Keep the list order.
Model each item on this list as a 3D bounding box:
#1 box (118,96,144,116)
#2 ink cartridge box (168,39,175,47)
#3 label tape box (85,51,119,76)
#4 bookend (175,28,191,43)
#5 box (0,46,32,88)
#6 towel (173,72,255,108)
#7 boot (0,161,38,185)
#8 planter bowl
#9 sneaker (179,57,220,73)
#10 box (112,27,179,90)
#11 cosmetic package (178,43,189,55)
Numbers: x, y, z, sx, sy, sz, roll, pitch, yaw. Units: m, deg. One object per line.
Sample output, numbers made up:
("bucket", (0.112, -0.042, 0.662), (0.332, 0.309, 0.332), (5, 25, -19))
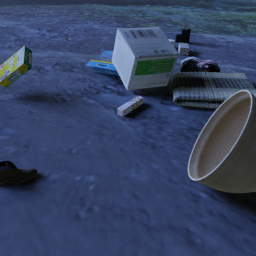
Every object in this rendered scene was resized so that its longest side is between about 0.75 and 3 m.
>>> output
("box", (0.094, -0.698, 8.750), (0.217, 0.233, 1.124), (22, 37, 29))
("ink cartridge box", (1.806, -4.437, 14.677), (1.147, 0.386, 0.666), (23, 38, 34))
("label tape box", (-0.715, -2.556, 11.441), (1.313, 0.606, 1.832), (12, 37, 19))
("bookend", (3.001, -5.105, 15.426), (0.757, 0.753, 0.349), (19, 37, 30))
("box", (-3.873, -1.996, 9.452), (1.525, 0.369, 0.895), (-26, 54, 23))
("towel", (2.951, -1.343, 9.721), (2.774, 0.479, 2.671), (2, 29, 7))
("boot", (-2.415, 0.909, 5.914), (0.926, 0.449, 0.346), (-11, 33, -17))
("planter bowl", (2.300, 0.460, 5.506), (1.351, 2.007, 2.007), (30, 34, -2))
("sneaker", (2.896, -2.392, 11.103), (1.677, 0.674, 0.724), (-5, 33, -6))
("box", (0.543, -2.492, 9.993), (1.701, 1.465, 1.710), (-10, 55, -21))
("cosmetic package", (2.742, -3.894, 13.809), (0.468, 0.395, 0.876), (5, 29, 2))
